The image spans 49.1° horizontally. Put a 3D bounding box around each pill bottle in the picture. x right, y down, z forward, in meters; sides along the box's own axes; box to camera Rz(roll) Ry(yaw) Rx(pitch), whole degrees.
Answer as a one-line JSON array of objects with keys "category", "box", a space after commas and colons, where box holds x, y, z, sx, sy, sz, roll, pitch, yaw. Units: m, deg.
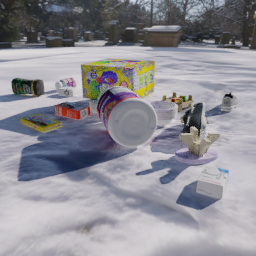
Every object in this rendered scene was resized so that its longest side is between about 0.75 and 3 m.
[{"category": "pill bottle", "box": [-0.230, -0.595, 10.272, 1.670, 1.670, 2.997, -6, 21, -16]}, {"category": "pill bottle", "box": [-3.818, -2.677, 17.188, 0.709, 0.709, 1.262, 14, 26, 33]}]

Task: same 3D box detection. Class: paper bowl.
[{"category": "paper bowl", "box": [1.352, -0.624, 11.681, 1.397, 0.727, 1.397, 0, 21, 0]}]

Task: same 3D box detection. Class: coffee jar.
[{"category": "coffee jar", "box": [-5.641, -2.328, 15.906, 1.824, 0.951, 0.778, 5, 22, 17]}]

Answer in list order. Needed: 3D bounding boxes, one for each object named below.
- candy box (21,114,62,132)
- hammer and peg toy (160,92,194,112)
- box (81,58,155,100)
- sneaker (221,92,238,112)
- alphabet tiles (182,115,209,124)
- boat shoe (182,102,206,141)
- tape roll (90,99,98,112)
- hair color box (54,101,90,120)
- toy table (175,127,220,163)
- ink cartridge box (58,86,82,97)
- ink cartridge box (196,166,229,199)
[{"category": "candy box", "box": [-3.536, -0.235, 11.371, 1.718, 0.227, 0.878, 18, 25, 39]}, {"category": "hammer and peg toy", "box": [2.185, -1.246, 13.466, 1.323, 0.634, 1.799, 18, 27, 39]}, {"category": "box", "box": [-0.415, -2.402, 13.829, 2.747, 1.676, 2.646, 9, 23, 24]}, {"category": "sneaker", "box": [5.010, -1.389, 13.623, 0.720, 0.790, 1.927, 9, 22, 23]}, {"category": "alphabet tiles", "box": [2.856, -0.363, 11.976, 1.079, 0.041, 1.297, 3, 21, 8]}, {"category": "boat shoe", "box": [2.459, -0.356, 10.558, 0.820, 1.027, 2.717, 8, 22, 9]}, {"category": "tape roll", "box": [-0.666, -1.207, 13.630, 2.418, 0.442, 2.418, 1, 20, 0]}, {"category": "hair color box", "box": [-2.493, -0.800, 12.538, 1.459, 0.467, 0.809, 12, 24, 33]}, {"category": "toy table", "box": [2.136, 0.536, 8.534, 1.353, 0.793, 1.244, -7, 22, -20]}, {"category": "ink cartridge box", "box": [-3.289, -2.096, 16.064, 1.197, 0.399, 0.693, 7, 22, 19]}, {"category": "ink cartridge box", "box": [2.131, 1.331, 7.018, 0.626, 0.361, 0.858, 10, 23, 25]}]
